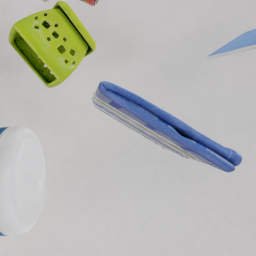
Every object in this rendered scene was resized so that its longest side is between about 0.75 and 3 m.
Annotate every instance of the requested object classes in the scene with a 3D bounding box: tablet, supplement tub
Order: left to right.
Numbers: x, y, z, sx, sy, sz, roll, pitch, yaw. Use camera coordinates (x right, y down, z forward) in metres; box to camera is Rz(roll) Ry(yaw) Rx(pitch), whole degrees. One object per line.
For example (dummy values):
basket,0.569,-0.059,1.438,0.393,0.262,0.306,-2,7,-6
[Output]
supplement tub,-2.962,0.937,4.908,2.583,1.868,1.868,-3,53,1
tablet,3.160,-2.183,6.770,1.621,2.491,0.170,-33,104,-12

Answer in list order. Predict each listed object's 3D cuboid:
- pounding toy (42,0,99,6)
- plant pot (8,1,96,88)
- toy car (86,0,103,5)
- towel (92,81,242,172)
pounding toy,-1.229,-3.844,6.985,2.030,1.160,1.164,-2,62,21
plant pot,-1.796,-2.062,6.910,1.442,1.589,1.582,-44,20,-19
toy car,-0.881,-3.203,6.372,0.913,0.859,0.204,16,64,51
towel,0.352,-0.066,4.606,2.066,2.813,0.335,30,87,-7
